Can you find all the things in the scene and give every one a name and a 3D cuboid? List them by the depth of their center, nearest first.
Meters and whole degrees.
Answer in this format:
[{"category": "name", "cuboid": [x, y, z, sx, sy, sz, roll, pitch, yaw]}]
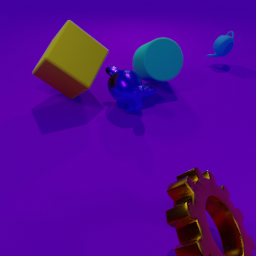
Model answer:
[{"category": "gear", "cuboid": [1.236, 1.474, 3.982, 0.336, 1.816, 1.816, -33, 24, 31]}, {"category": "monkey head", "cuboid": [0.138, -1.143, 7.720, 1.328, 1.113, 1.846, -29, 42, -21]}, {"category": "cube", "cuboid": [-1.593, -1.814, 7.736, 1.328, 1.328, 1.328, -14, 47, 56]}, {"category": "cylinder", "cuboid": [0.880, -2.035, 8.573, 1.223, 1.223, 1.223, -10, 10, -13]}, {"category": "teapot", "cuboid": [3.340, -2.932, 10.020, 0.600, 1.226, 0.762, 46, 12, 30]}]
